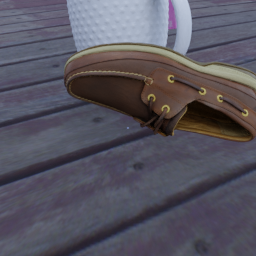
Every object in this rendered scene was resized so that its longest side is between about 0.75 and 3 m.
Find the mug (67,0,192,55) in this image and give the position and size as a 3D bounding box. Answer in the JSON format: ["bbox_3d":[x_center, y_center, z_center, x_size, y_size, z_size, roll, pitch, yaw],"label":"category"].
[{"bbox_3d":[0.070,-1.956,5.487,1.988,2.361,2.693,-21,24,-38],"label":"mug"}]

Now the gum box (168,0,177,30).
[{"bbox_3d":[0.874,-4.024,7.580,0.946,1.623,2.860,-1,43,15],"label":"gum box"}]

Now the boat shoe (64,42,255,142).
[{"bbox_3d":[0.367,-0.294,2.727,2.017,0.726,0.681,8,61,-7],"label":"boat shoe"}]
